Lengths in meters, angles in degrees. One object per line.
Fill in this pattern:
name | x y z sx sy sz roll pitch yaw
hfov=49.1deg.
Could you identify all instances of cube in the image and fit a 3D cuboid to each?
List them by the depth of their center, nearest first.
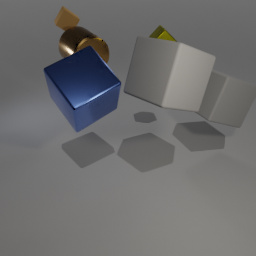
cube | 0.978 -1.283 6.767 1.400 1.400 1.400 3 18 -43
cube | -1.184 -1.003 7.428 1.400 1.400 1.400 -33 75 -19
cube | 1.072 -2.683 8.828 0.700 0.700 0.700 36 20 -26
cube | 2.938 -0.998 8.933 1.400 1.400 1.400 10 20 -28
cube | -2.406 -4.232 11.013 0.700 0.700 0.700 26 20 -31

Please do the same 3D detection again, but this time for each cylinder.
cylinder | -1.594 -2.775 10.079 1.400 1.400 1.400 -17 40 -28
